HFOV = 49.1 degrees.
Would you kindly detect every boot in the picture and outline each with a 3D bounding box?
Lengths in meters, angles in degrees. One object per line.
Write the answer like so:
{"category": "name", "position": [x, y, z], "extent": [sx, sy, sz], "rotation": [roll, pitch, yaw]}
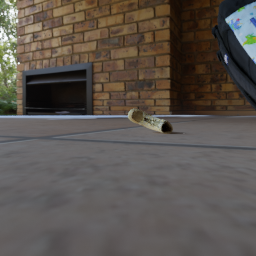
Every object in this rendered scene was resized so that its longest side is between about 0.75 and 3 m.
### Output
{"category": "boot", "position": [0.509, -0.142, 6.273], "extent": [0.907, 0.330, 0.705], "rotation": [26, -2, -35]}

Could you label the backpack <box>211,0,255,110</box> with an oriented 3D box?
{"category": "backpack", "position": [2.797, -1.081, 5.222], "extent": [1.912, 2.487, 2.029], "rotation": [-14, -33, 16]}
